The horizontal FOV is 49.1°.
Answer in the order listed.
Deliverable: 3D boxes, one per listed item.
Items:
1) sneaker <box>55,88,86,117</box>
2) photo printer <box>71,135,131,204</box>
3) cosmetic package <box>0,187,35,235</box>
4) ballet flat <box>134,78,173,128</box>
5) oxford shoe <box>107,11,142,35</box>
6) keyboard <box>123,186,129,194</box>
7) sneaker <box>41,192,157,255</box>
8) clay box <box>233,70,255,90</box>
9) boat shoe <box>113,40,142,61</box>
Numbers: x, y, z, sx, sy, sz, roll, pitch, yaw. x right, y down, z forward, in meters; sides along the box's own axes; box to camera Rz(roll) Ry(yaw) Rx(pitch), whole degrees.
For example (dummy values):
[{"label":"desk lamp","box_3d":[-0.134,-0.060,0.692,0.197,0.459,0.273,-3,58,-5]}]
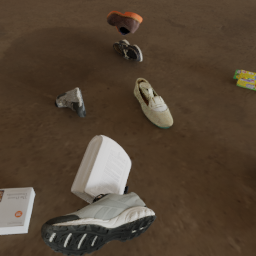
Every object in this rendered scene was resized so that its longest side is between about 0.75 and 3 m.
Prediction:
[{"label":"sneaker","box_3d":[-2.227,-0.859,10.663,1.071,0.695,1.854,-14,34,-8]},{"label":"photo printer","box_3d":[-0.603,1.141,7.271,0.598,1.433,1.722,-9,51,38]},{"label":"cosmetic package","box_3d":[-3.392,2.204,7.441,1.571,0.406,1.184,-3,45,-3]},{"label":"ballet flat","box_3d":[0.871,-1.031,10.658,0.877,0.811,2.601,-18,46,-18]},{"label":"oxford shoe","box_3d":[-0.314,-4.184,11.255,0.742,0.757,2.086,20,5,-37]},{"label":"keyboard","box_3d":[-0.240,2.220,7.615,0.733,0.279,1.409,-10,39,24]},{"label":"sneaker","box_3d":[-0.637,1.972,6.091,2.639,0.975,1.046,3,36,-40]},{"label":"clay box","box_3d":[5.351,-2.039,12.085,1.527,0.363,0.877,18,45,19]},{"label":"boat shoe","box_3d":[-0.037,-3.743,13.637,0.653,0.800,2.166,-19,43,-20]}]
